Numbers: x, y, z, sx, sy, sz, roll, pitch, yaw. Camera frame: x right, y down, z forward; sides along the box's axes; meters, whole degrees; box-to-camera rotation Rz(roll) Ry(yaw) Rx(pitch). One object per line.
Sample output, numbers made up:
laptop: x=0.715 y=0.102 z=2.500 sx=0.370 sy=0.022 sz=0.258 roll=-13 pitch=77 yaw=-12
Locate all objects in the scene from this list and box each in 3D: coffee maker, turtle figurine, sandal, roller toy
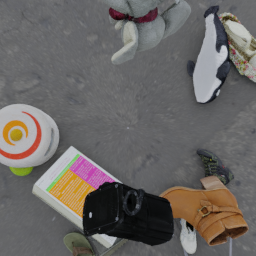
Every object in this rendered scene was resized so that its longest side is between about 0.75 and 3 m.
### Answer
coffee maker: x=0.160 y=1.620 z=5.075 sx=1.501 sy=1.442 sz=1.011 roll=26 pitch=70 yaw=-37
turtle figurine: x=2.177 y=4.391 z=7.486 sx=1.683 sy=2.268 sz=2.339 roll=-11 pitch=119 yaw=35
sandal: x=-1.315 y=3.729 z=8.272 sx=0.612 sy=0.440 sz=1.541 roll=-38 pitch=85 yaw=-4
roller toy: x=-3.049 y=0.226 z=8.180 sx=1.804 sy=1.382 sz=1.977 roll=-32 pitch=85 yaw=-3

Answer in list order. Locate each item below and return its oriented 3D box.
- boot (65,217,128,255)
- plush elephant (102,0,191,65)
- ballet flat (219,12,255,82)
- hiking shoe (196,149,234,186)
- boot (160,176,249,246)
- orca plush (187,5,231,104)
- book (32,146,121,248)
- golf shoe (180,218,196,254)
boot: x=-0.772 y=2.593 z=8.336 sx=1.865 sy=0.744 sz=2.051 roll=-39 pitch=78 yaw=-6
plush elephant: x=0.186 y=-2.771 z=6.247 sx=2.345 sy=2.204 sz=2.847 roll=-28 pitch=60 yaw=-29
ballet flat: x=3.681 y=-2.422 z=8.696 sx=2.947 sy=0.942 sz=1.114 roll=43 pitch=83 yaw=4
hiking shoe: x=2.537 y=1.238 z=8.499 sx=1.394 sy=0.528 sz=0.702 roll=44 pitch=82 yaw=3
boot: x=1.811 y=2.406 z=7.592 sx=2.405 sy=1.861 sz=0.886 roll=-28 pitch=123 yaw=7
orca plush: x=2.691 y=-2.187 z=8.757 sx=1.015 sy=1.502 sz=2.855 roll=-1 pitch=83 yaw=-38
book: x=-1.108 y=1.870 z=7.996 sx=2.587 sy=0.622 sz=1.728 roll=37 pitch=50 yaw=2
golf shoe: x=1.795 y=3.116 z=8.250 sx=0.479 sy=0.595 sz=1.223 roll=-8 pitch=82 yaw=-4
